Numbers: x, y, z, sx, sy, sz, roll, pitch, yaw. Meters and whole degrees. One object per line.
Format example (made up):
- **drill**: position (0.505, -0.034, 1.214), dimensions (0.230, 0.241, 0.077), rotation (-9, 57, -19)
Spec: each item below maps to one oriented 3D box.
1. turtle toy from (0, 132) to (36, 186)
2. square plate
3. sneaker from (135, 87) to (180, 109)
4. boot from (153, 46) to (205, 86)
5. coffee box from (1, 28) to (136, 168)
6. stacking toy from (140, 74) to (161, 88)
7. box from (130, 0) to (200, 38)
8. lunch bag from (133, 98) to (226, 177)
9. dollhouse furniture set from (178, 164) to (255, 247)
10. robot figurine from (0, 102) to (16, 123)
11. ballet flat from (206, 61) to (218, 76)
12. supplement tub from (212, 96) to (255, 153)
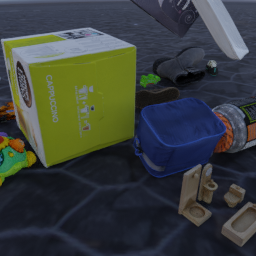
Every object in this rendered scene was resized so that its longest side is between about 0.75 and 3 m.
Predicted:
- **turtle toy**: position (-2.810, 0.512, 5.863), dimensions (1.603, 0.810, 1.168), rotation (17, 34, 27)
- **square plate**: position (2.358, -2.976, 7.467), dimensions (0.367, 2.582, 2.558), rotation (-30, 2, 33)
- **sneaker**: position (0.763, -0.918, 8.712), dimensions (1.629, 0.574, 0.615), rotation (-8, 6, -11)
- **boot**: position (2.425, -2.338, 10.961), dimensions (2.600, 0.908, 1.712), rotation (-27, 41, -22)
- **coffee box**: position (-1.393, -0.903, 6.753), dimensions (2.358, 2.354, 2.332), rotation (-18, 35, -28)
- **stacking toy**: position (-0.693, -1.715, 9.992), dimensions (2.977, 0.699, 2.245), rotation (-17, 35, -30)
- **box**: position (1.132, -4.548, 9.160), dimensions (2.709, 1.790, 1.554), rotation (24, 24, -33)
- **lunch bag**: position (0.972, 0.260, 5.965), dimensions (1.806, 1.195, 1.227), rotation (-11, 48, -20)
- **dollhouse furniture set**: position (1.635, 1.159, 4.656), dimensions (1.040, 0.891, 1.094), rotation (-23, 37, -34)
- **robot figurine**: position (-3.494, -0.499, 8.073), dimensions (1.276, 0.372, 0.925), rotation (-12, 30, -20)
- **ballet flat**: position (3.515, -2.546, 11.595), dimensions (0.416, 0.419, 1.224), rotation (0, 30, 1)
- **supplement tub**: position (2.677, -0.094, 6.595), dimensions (1.858, 1.139, 1.139), rotation (-14, 33, -25)
